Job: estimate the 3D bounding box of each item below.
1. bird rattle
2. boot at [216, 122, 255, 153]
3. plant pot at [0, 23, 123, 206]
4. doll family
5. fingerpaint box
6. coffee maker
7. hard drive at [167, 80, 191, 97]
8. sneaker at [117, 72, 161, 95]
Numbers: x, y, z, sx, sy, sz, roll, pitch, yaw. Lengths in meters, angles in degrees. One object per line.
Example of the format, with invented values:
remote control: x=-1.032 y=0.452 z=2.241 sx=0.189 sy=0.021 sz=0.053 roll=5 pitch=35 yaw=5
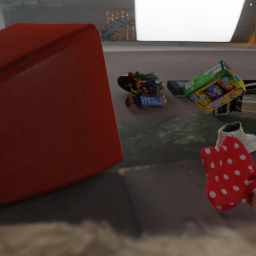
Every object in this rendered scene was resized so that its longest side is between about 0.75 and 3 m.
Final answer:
bird rattle: x=2.740 y=0.904 z=4.333 sx=2.964 sy=1.670 sz=2.417 roll=-8 pitch=38 yaw=-12
boot: x=2.779 y=0.217 z=6.956 sx=1.606 sy=0.768 sz=0.591 roll=-17 pitch=27 yaw=-37
plant pot: x=-2.247 y=-0.261 z=5.674 sx=2.996 sy=2.999 sz=2.643 roll=18 pitch=40 yaw=40
doll family: x=0.575 y=-1.539 z=11.283 sx=1.547 sy=1.050 sz=2.676 roll=2 pitch=23 yaw=-9
fingerpaint box: x=1.845 y=-0.839 z=6.015 sx=0.838 sy=1.004 sz=0.368 roll=31 pitch=43 yaw=-33
coffee maker: x=3.954 y=-1.084 z=9.765 sx=1.886 sy=1.270 sz=1.811 roll=6 pitch=20 yaw=20
hard drive: x=3.214 y=-1.840 z=12.844 sx=2.544 sy=0.418 sz=1.775 roll=-1 pitch=21 yaw=-3
sneaker: x=0.664 y=-2.174 z=13.028 sx=2.102 sy=0.879 sz=1.269 roll=15 pitch=29 yaw=15
